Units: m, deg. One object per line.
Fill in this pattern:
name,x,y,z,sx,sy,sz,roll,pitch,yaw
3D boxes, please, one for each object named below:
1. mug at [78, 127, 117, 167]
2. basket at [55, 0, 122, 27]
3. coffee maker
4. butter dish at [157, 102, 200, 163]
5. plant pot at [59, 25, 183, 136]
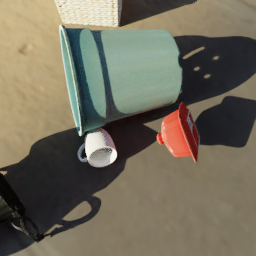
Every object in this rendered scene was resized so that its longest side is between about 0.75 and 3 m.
mug,-0.932,0.542,7.842,1.093,0.807,0.958,-31,45,8
basket,-1.319,-5.006,9.820,2.320,1.866,2.299,4,65,1
coffee maker,-4.107,2.294,6.339,2.996,2.018,2.878,-37,71,-15
butter dish,1.279,0.178,7.510,1.031,1.394,1.391,-17,106,22
plant pot,-0.222,-1.496,7.817,2.853,2.913,2.913,-12,65,-14
